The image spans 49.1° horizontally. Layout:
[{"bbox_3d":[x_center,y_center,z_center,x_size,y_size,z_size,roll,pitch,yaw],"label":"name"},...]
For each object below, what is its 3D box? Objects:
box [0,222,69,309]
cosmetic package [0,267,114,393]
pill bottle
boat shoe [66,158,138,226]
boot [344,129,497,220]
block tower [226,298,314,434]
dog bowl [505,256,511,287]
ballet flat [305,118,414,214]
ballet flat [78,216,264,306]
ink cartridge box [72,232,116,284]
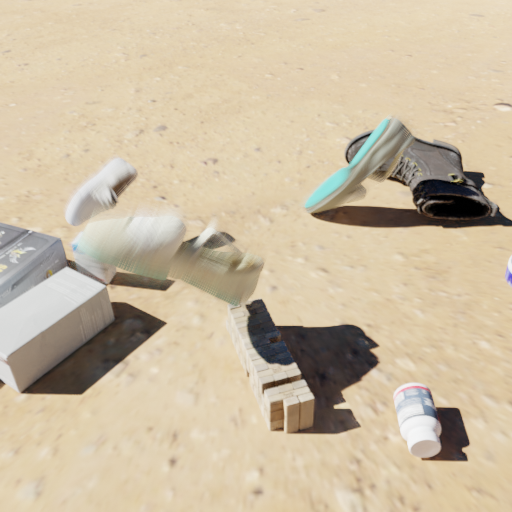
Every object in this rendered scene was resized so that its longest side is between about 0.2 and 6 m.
[{"bbox_3d":[-5.174,0.558,9.186,2.591,0.791,3.272,14,38,18],"label":"box"},{"bbox_3d":[-3.214,1.059,8.511,1.008,0.851,1.887,23,44,29],"label":"cosmetic package"},{"bbox_3d":[2.102,2.132,7.253,0.513,0.513,0.857,1,36,2],"label":"pill bottle"},{"bbox_3d":[-2.735,-1.085,10.085,0.542,0.550,1.551,31,66,21],"label":"boat shoe"},{"bbox_3d":[3.464,-1.740,12.184,3.020,1.045,2.629,5,35,3],"label":"boot"},{"bbox_3d":[0.132,1.483,8.071,0.594,0.635,2.198,-11,36,-15],"label":"block tower"},{"bbox_3d":[4.923,0.318,9.898,0.925,0.364,0.925,0,36,0],"label":"dog bowl"},{"bbox_3d":[2.070,-1.570,11.202,0.837,2.628,0.885,36,31,-13],"label":"ballet flat"},{"bbox_3d":[-1.012,-0.101,7.519,2.781,0.867,0.938,23,15,-42],"label":"ballet flat"},{"bbox_3d":[-2.809,0.043,9.760,0.608,0.831,0.357,16,49,6],"label":"ink cartridge box"}]
